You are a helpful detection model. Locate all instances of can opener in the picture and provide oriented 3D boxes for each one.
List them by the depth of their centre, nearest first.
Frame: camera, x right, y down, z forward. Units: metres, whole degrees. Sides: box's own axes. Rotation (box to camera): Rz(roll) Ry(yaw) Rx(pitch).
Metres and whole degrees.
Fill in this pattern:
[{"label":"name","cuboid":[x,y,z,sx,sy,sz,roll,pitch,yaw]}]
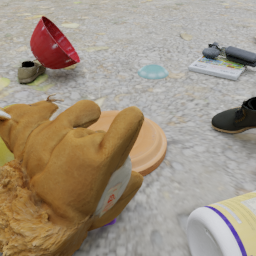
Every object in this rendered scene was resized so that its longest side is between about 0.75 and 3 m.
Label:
[{"label":"can opener","cuboid":[4.119,-2.911,11.472,0.779,0.621,2.329,-48,49,-7]}]

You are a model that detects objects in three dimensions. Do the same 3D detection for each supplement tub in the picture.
[{"label":"supplement tub","cuboid":[1.932,1.655,4.291,1.735,1.261,1.261,-11,36,-16]}]

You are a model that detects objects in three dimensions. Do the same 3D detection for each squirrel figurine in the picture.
[{"label":"squirrel figurine","cuboid":[-1.479,0.639,4.659,2.703,2.049,2.896,28,63,24]}]

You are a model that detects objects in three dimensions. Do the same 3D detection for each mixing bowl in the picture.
[{"label":"mixing bowl","cuboid":[-2.812,-2.901,10.264,1.096,2.024,2.024,-36,34,11]}]

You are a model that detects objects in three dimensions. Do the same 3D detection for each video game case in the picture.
[{"label":"video game case","cuboid":[3.706,-2.514,11.427,1.936,0.222,1.762,19,39,28]}]

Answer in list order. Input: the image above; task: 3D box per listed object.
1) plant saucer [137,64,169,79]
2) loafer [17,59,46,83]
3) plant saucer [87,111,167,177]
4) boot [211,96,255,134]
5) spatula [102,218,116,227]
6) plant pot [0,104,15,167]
[{"label":"plant saucer","cuboid":[0.994,-2.276,11.054,1.248,0.240,1.248,0,35,0]},{"label":"loafer","cuboid":[-3.676,-2.326,10.774,0.698,0.619,1.837,2,34,3]},{"label":"plant saucer","cuboid":[-0.380,0.280,7.081,2.730,0.441,2.730,-1,34,0]},{"label":"boot","cuboid":[2.777,-0.392,6.869,1.914,0.741,1.324,-8,-21,40]},{"label":"spatula","cuboid":[-0.878,1.808,5.055,1.401,0.144,0.396,-18,37,-21]},{"label":"plant pot","cuboid":[-2.580,0.085,6.683,1.565,1.111,1.565,2,36,-1]}]
